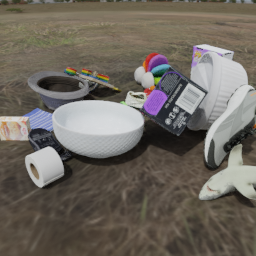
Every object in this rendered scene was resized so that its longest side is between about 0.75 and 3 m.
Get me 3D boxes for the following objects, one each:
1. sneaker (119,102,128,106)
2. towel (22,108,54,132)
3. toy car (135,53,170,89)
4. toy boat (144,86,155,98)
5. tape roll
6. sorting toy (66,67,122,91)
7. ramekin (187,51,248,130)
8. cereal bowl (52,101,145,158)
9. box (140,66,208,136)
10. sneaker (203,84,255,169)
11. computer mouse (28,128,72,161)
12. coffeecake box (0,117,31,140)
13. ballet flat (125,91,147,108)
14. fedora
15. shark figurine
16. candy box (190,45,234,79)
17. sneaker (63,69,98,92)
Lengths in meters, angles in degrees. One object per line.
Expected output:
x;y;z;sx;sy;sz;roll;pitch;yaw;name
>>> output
-0.158;-0.411;11.143;0.761;0.697;1.816;-26;31;-6;sneaker
-3.485;-0.313;11.260;1.788;0.213;1.294;16;34;27;towel
1.518;-3.014;14.624;1.988;1.704;2.272;-9;30;-17;toy car
1.164;-1.652;13.165;0.713;0.715;1.093;-9;30;-16;toy boat
-2.353;1.091;7.909;0.975;0.975;0.669;25;38;38;tape roll
-1.475;-2.405;13.464;2.869;0.485;1.383;14;7;-46;sorting toy
3.211;-1.243;10.341;1.361;2.923;2.923;10;29;-3;ramekin
-0.972;0.120;9.249;2.949;1.228;2.949;6;25;-3;cereal bowl
1.367;-0.830;9.291;1.399;1.613;2.638;34;4;-1;box
3.244;0.017;8.396;1.125;2.837;1.048;31;-2;41;sneaker
-2.761;0.672;9.289;1.246;0.474;1.800;-16;44;-31;computer mouse
-4.048;0.022;10.038;1.031;0.791;0.377;0;29;0;coffeecake box
0.830;-1.129;12.220;2.204;0.765;0.765;18;33;29;ballet flat
-3.004;-1.511;12.402;2.645;1.194;2.339;12;32;7;fedora
3.501;1.531;7.180;2.883;1.203;1.723;11;63;33;shark figurine
3.949;-2.722;13.545;0.792;2.214;1.857;-15;32;-27;candy box
-2.635;-2.362;13.940;1.105;1.221;2.867;25;37;37;sneaker
